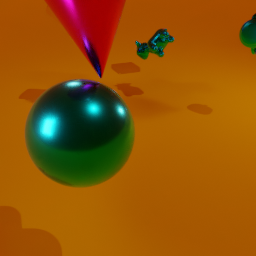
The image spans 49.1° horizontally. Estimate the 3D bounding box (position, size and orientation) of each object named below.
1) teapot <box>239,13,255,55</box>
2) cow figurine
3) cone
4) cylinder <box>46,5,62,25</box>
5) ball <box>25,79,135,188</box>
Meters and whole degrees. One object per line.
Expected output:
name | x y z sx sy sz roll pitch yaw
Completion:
teapot | 3.764 -2.846 8.283 0.829 1.334 0.653 12 24 40
cow figurine | 0.894 -3.010 9.989 0.729 1.329 1.308 27 18 -38
cone | -0.425 -1.243 3.301 1.317 1.322 1.317 -7 19 3
cylinder | -2.001 -3.744 8.939 0.873 0.873 0.873 38 34 -11
ball | -0.592 0.065 3.577 1.369 1.369 1.369 0 34 0
